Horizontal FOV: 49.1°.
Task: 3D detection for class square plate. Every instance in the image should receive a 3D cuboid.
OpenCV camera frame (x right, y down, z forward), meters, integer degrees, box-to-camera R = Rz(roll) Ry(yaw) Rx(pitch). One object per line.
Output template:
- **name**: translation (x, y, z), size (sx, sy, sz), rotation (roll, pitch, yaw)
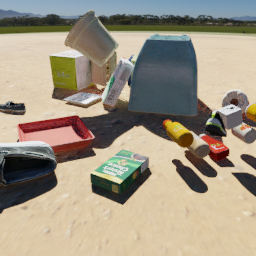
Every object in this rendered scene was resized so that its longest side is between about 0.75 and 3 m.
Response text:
- **square plate**: translation (-2.104, -1.370, 13.236), size (1.310, 0.188, 1.323), rotation (13, 27, 27)

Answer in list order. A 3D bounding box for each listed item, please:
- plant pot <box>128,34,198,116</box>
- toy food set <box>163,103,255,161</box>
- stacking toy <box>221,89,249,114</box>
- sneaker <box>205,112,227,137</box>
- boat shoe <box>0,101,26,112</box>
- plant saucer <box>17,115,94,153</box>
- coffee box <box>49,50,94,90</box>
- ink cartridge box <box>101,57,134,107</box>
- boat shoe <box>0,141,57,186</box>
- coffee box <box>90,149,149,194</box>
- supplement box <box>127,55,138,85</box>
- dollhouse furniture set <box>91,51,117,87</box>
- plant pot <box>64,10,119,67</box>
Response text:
- **plant pot**: translation (1.697, -2.517, 12.374), size (2.936, 2.999, 2.944), rotation (5, 24, 12)
- **toy food set**: translation (2.608, 0.015, 8.492), size (2.888, 1.379, 1.300), rotation (-22, 28, -9)
- **stacking toy**: translation (4.751, -1.020, 11.787), size (1.507, 1.101, 1.101), rotation (0, 17, -45)
- **sneaker**: translation (1.827, -0.077, 5.665), size (0.374, 0.432, 1.043), rotation (10, -6, 24)
- **boat shoe**: translation (-5.005, -0.955, 12.026), size (1.317, 0.407, 0.493), rotation (8, 25, 17)
- **plant saucer**: translation (-2.457, 0.253, 9.332), size (2.196, 0.403, 2.191), rotation (-11, 26, -21)
- **coffee box**: translation (-2.989, -3.190, 15.360), size (1.765, 1.768, 1.748), rotation (12, 27, 27)
- **ink cartridge box**: translation (-0.632, -2.353, 13.204), size (0.634, 2.037, 2.532), rotation (22, 18, -22)
- **boat shoe**: translation (-3.234, 0.921, 6.975), size (2.968, 1.070, 1.053), rotation (-12, 23, -29)
- **coffee box**: translation (-0.179, 1.108, 7.470), size (0.947, 0.339, 1.540), rotation (15, 28, 30)
- **supplement box**: translation (1.099, -3.405, 16.328), size (2.057, 1.382, 2.059), rotation (3, 24, 7)
- **dollhouse furniture set**: translation (-2.097, -3.253, 16.633), size (2.828, 2.304, 2.689), rotation (-8, -11, 39)
- **plant pot**: translation (-1.460, -3.788, 12.358), size (1.812, 1.979, 1.979), rotation (40, 25, -8)
